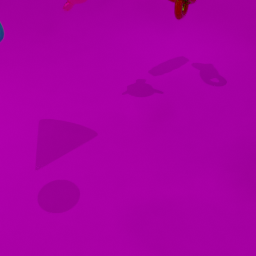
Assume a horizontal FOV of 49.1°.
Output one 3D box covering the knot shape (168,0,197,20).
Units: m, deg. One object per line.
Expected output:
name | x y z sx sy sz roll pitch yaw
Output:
knot shape | 1.365 -3.965 8.057 0.697 1.509 1.412 -30 86 10

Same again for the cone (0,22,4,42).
cone | -3.601 -1.569 5.540 1.666 1.666 1.673 8 67 8

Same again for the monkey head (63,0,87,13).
monkey head | -1.202 -3.524 7.171 1.272 0.915 0.767 -32 74 24
